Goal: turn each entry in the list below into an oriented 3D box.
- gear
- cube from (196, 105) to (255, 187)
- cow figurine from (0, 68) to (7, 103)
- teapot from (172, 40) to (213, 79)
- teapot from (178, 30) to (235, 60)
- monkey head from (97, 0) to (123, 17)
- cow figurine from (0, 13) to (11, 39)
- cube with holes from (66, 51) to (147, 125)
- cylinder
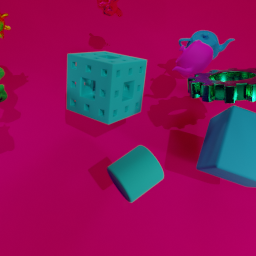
[{"bbox_3d":[2.353,-1.009,6.367,1.925,0.356,1.925,-6,21,2],"label":"gear"},{"bbox_3d":[2.504,0.472,6.217,1.345,1.345,1.345,19,79,0],"label":"cube"},{"bbox_3d":[-3.437,-1.280,6.704,0.791,1.442,1.419,-22,26,-5],"label":"cow figurine"},{"bbox_3d":[1.722,-1.882,7.636,0.839,1.065,1.713,41,55,-8],"label":"teapot"},{"bbox_3d":[2.375,-2.567,8.600,1.644,0.805,1.022,5,56,6],"label":"teapot"},{"bbox_3d":[-0.541,-3.904,8.659,1.127,0.810,0.679,47,40,-21],"label":"monkey head"},{"bbox_3d":[-3.472,-2.500,6.351,1.431,0.798,1.455,-10,39,-21],"label":"cow figurine"},{"bbox_3d":[-0.540,-1.079,6.997,1.375,1.375,1.375,20,26,30],"label":"cube with holes"},{"bbox_3d":[0.122,0.781,4.823,0.719,0.719,0.719,-33,63,-17],"label":"cylinder"}]
